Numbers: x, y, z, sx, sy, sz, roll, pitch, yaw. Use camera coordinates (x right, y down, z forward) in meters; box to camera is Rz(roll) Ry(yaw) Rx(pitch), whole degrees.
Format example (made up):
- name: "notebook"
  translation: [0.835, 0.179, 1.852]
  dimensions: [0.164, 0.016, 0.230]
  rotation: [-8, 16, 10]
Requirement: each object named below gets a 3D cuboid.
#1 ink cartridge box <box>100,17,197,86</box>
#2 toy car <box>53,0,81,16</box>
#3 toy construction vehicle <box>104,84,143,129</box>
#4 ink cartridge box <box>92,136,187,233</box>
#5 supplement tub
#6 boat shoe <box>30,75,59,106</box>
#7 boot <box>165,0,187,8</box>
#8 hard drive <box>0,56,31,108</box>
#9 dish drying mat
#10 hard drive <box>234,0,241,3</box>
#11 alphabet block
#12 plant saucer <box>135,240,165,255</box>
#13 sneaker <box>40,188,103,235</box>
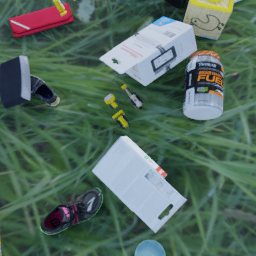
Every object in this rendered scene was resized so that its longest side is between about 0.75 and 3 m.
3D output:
- name: "ink cartridge box"
  translation: [0.630, -2.349, 8.914]
  dimensions: [2.678, 0.908, 1.553]
  rotation: [-35, 43, -10]
- name: "toy car"
  translation: [-1.309, -3.473, 7.107]
  dimensions: [0.788, 0.535, 1.607]
  rotation: [-16, 34, 25]
- name: "toy construction vehicle"
  translation: [-0.106, -0.696, 9.031]
  dimensions: [1.066, 0.431, 1.225]
  rotation: [-40, 74, 0]
- name: "ink cartridge box"
  translation: [0.330, 1.539, 7.943]
  dimensions: [2.477, 0.624, 1.350]
  rotation: [43, 101, 12]
- name: "supplement tub"
  translation: [2.360, -1.328, 8.768]
  dimensions: [1.192, 1.192, 1.946]
  rotation: [5, 73, 2]
- name: "boat shoe"
  translation: [-2.888, -1.294, 9.135]
  dimensions: [1.546, 0.481, 0.577]
  rotation: [38, 78, 13]
- name: "boot"
  translation: [1.688, -5.823, 10.314]
  dimensions: [2.549, 0.943, 2.089]
  rotation: [37, 78, 3]
- name: "hard drive"
  translation: [-3.718, -1.531, 9.127]
  dimensions: [1.086, 0.341, 1.610]
  rotation: [-15, 72, 17]
- name: "dish drying mat"
  translation: [-3.113, -3.902, 10.095]
  dimensions: [2.194, 0.200, 0.843]
  rotation: [-19, 72, -6]
- name: "hard drive"
  translation: [4.174, -5.035, 10.502]
  dimensions: [0.818, 0.107, 0.539]
  rotation: [-23, 74, -8]
- name: "alphabet block"
  translation: [2.720, -4.095, 9.505]
  dimensions: [1.401, 1.435, 1.409]
  rotation: [13, 73, 5]
- name: "plant saucer"
  translation: [0.607, 3.557, 7.783]
  dimensions: [0.851, 0.153, 0.851]
  rotation: [0, 73, 0]
- name: "sneaker"
  translation: [-1.545, 2.363, 7.805]
  dimensions: [1.949, 0.816, 0.748]
  rotation: [-33, 75, -10]
